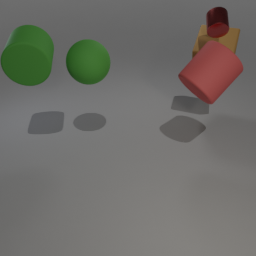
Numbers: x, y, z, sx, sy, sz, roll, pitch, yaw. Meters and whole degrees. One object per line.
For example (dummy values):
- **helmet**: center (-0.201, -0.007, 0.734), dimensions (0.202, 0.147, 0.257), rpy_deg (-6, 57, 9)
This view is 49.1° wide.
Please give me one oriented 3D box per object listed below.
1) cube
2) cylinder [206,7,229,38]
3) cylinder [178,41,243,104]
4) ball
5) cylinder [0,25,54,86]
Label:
- **cube**: center (3.254, -2.791, 10.499), dimensions (1.400, 1.400, 1.400), rpy_deg (14, 65, 18)
- **cylinder**: center (2.937, -3.462, 9.205), dimensions (0.700, 0.700, 0.700), rpy_deg (2, 67, 4)
- **cylinder**: center (2.525, -1.691, 8.642), dimensions (1.400, 1.400, 1.400), rpy_deg (-48, 39, 5)
- **ball**: center (-1.259, -2.086, 8.901), dimensions (1.400, 1.400, 1.400), rpy_deg (0, 31, 0)
- **cylinder**: center (-3.028, -2.235, 8.591), dimensions (1.400, 1.400, 1.400), rpy_deg (-4, 40, -7)
